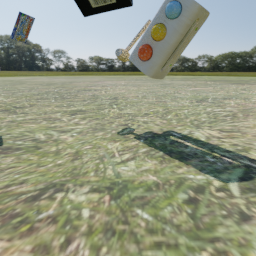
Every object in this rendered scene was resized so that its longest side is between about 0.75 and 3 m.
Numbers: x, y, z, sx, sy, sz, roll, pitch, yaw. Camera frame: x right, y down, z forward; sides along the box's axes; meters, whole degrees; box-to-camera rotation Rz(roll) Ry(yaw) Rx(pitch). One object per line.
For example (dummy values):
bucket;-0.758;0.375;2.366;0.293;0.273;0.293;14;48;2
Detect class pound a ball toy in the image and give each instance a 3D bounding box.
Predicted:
pound a ball toy;0.816;-2.979;8.945;1.927;2.956;1.256;48;28;22

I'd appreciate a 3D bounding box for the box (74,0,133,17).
box;-0.329;-1.949;3.481;0.670;0.903;0.483;-7;-19;14

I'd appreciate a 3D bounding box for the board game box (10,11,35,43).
board game box;-3.548;-3.378;9.444;0.160;0.927;0.628;31;15;16
